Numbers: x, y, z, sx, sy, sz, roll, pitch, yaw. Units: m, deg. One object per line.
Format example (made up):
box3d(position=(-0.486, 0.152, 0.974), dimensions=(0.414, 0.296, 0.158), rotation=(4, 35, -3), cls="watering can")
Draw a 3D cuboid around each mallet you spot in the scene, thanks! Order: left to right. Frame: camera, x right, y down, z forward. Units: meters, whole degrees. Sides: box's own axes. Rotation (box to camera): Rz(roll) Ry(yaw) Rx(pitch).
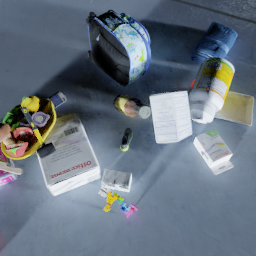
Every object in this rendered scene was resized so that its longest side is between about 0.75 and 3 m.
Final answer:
box3d(position=(-2.887, 0.086, 9.071), dimensions=(0.581, 0.363, 1.766), rotation=(-21, 84, -17), cls="mallet")

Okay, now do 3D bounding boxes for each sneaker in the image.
box3d(position=(-0.049, 0.381, 10.427), dimensions=(0.359, 0.393, 0.972), rotation=(9, 58, 6), cls="sneaker")

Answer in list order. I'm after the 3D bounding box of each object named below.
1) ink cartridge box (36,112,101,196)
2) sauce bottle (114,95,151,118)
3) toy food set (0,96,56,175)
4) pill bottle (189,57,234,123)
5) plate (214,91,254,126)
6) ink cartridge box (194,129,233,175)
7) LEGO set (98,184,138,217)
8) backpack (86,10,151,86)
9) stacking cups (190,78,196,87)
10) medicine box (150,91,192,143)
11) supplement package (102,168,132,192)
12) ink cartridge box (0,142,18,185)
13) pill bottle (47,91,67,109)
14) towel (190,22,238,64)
box3d(position=(-2.169, 0.867, 9.740), dimensions=(1.748, 1.013, 2.414), rotation=(-20, 60, -12), cls="ink cartridge box")
box3d(position=(0.159, -0.757, 10.179), dimensions=(0.717, 0.717, 2.173), rotation=(-27, 24, -16), cls="sauce bottle")
box3d(position=(-3.624, 0.026, 9.244), dimensions=(1.714, 0.951, 2.913), rotation=(17, 68, 25), cls="toy food set")
box3d(position=(3.142, -1.430, 10.858), dimensions=(1.319, 1.319, 2.375), rotation=(21, 70, 13), cls="pill bottle")
box3d(position=(4.231, -0.812, 11.277), dimensions=(1.520, 0.246, 1.517), rotation=(15, 59, 9), cls="plate")
box3d(position=(3.116, 0.849, 10.068), dimensions=(0.853, 0.490, 1.456), rotation=(-22, 60, -13), cls="ink cartridge box")
box3d(position=(-0.428, 2.427, 8.862), dimensions=(1.399, 0.534, 0.574), rotation=(34, 90, 6), cls="LEGO set")
box3d(position=(-0.216, -3.287, 11.555), dimensions=(1.958, 2.438, 2.665), rotation=(-32, 64, -24), cls="backpack")
box3d(position=(3.085, -2.135, 12.079), dimensions=(0.312, 0.312, 1.031), rotation=(36, 64, 21), cls="stacking cups")
box3d(position=(1.527, -0.413, 9.687), dimensions=(0.839, 1.484, 1.629), rotation=(-5, 96, 31), cls="medicine box")
box3d(position=(-0.372, 1.767, 9.470), dimensions=(0.935, 0.512, 0.532), rotation=(9, 58, 6), cls="supplement package")
box3d(position=(-5.384, 1.509, 9.642), dimensions=(2.730, 0.573, 1.629), rotation=(-22, 60, -12), cls="ink cartridge box")
box3d(position=(-2.973, -1.065, 11.288), dimensions=(0.901, 0.500, 0.500), rotation=(-38, 65, -21), cls="pill bottle")
box3d(position=(4.027, -3.868, 13.004), dimensions=(1.423, 0.618, 2.548), rotation=(28, 62, 16), cls="towel")
